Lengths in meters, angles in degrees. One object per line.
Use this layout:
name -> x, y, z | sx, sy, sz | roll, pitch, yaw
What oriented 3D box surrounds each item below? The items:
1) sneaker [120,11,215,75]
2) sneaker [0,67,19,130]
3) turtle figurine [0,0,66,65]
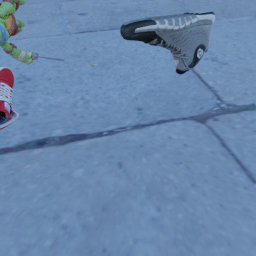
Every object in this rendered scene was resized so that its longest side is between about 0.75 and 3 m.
sneaker -> 0.895, -1.666, 5.794 | 2.155, 1.244, 0.808 | -15, 28, -21
sneaker -> -2.575, -0.611, 5.757 | 0.895, 0.567, 1.591 | -4, 62, 35
turtle figurine -> -2.625, -2.708, 7.249 | 2.507, 1.804, 2.431 | -25, 41, -3
